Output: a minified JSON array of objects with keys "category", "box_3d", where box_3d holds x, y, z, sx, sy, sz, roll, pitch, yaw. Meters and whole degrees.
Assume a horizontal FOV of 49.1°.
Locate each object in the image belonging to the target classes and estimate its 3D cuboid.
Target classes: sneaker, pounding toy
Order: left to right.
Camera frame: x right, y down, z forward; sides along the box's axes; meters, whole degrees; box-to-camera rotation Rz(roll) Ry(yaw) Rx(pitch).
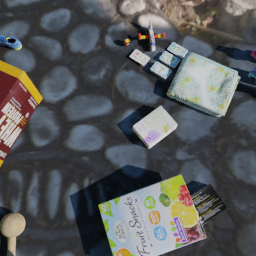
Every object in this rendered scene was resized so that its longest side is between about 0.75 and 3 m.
[{"category":"pounding toy","box_3d":[-4.080,2.925,6.707,2.743,1.273,2.117,4,72,2]},{"category":"sneaker","box_3d":[-4.012,-2.883,9.129,1.085,0.425,0.358,17,74,7]}]

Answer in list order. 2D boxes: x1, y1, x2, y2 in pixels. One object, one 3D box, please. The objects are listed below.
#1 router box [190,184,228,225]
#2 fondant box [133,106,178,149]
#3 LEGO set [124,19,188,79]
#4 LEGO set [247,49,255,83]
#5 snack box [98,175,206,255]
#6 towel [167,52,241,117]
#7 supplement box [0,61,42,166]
[{"category":"router box","box_3d":[2.002,2.099,7.518,1.042,0.266,0.777,-29,74,-9]},{"category":"fondant box","box_3d":[0.789,-0.028,8.215,1.076,0.313,0.776,-37,75,-10]},{"category":"LEGO set","box_3d":[0.832,-2.608,9.036,1.880,0.461,1.404,35,71,11]},{"category":"LEGO set","box_3d":[4.637,-1.476,8.311,0.982,1.056,2.574,-40,76,-11]},{"category":"snack box","box_3d":[0.590,2.350,7.123,2.286,0.606,1.626,-20,71,2]},{"category":"towel","box_3d":[2.342,-1.340,8.590,1.858,0.447,1.590,24,72,8]},{"category":"supplement box","box_3d":[-4.230,-0.611,7.695,2.452,1.651,2.486,24,73,8]}]
